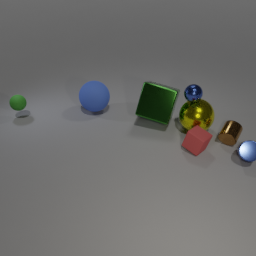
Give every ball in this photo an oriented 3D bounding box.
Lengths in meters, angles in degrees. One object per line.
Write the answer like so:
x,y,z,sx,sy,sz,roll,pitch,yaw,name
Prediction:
2.504,-1.327,10.728,0.700,0.700,0.700,0,31,0,ball
-4.786,-1.097,12.190,0.700,0.700,0.700,0,31,0,ball
2.771,-0.498,11.314,1.400,1.400,1.400,0,31,0,ball
-1.526,-1.442,12.730,1.400,1.400,1.400,0,31,0,ball

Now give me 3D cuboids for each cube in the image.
2.517,0.452,10.223,0.700,0.700,0.700,37,41,26,cube
1.269,-1.093,11.745,1.400,1.400,1.400,18,14,11,cube

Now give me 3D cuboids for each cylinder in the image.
3.900,0.187,10.667,0.700,0.700,0.700,20,59,30,cylinder
4.146,0.787,9.607,0.700,0.700,0.700,11,-1,18,cylinder
